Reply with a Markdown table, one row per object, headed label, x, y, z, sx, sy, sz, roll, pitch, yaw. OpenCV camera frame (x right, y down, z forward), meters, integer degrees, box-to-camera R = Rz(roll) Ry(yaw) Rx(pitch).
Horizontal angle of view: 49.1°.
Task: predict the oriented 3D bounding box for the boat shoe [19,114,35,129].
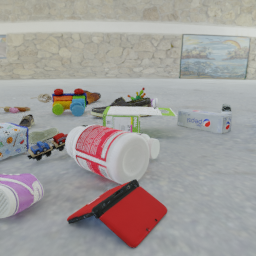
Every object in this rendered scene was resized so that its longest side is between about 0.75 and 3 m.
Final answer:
| label | x | y | z | sx | sy | sz | roll | pitch | yaw |
| --- | --- | --- | --- | --- | --- | --- | --- | --- | --- |
| boat shoe | -4.059 | -0.268 | 11.099 | 0.486 | 0.478 | 1.303 | -1 | 13 | -7 |

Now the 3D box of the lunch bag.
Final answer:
| label | x | y | z | sx | sy | sz | roll | pitch | yaw |
| --- | --- | --- | --- | --- | --- | --- | --- | --- | --- |
| lunch bag | -3.632 | 0.329 | 7.620 | 1.431 | 0.886 | 1.217 | 16 | 19 | 27 |

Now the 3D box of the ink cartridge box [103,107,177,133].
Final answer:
| label | x | y | z | sx | sy | sz | roll | pitch | yaw |
| --- | --- | --- | --- | --- | --- | --- | --- | --- | --- |
| ink cartridge box | 0.381 | -0.193 | 9.833 | 2.410 | 0.913 | 1.781 | 1 | 12 | 1 |

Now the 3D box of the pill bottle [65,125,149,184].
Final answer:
| label | x | y | z | sx | sy | sz | roll | pitch | yaw |
| --- | --- | --- | --- | --- | --- | --- | --- | --- | --- |
| pill bottle | -0.545 | 0.509 | 6.314 | 1.076 | 1.076 | 1.917 | -12 | 18 | -44 |

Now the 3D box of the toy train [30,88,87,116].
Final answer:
| label | x | y | z | sx | sy | sz | roll | pitch | yaw |
| --- | --- | --- | --- | --- | --- | --- | --- | --- | --- |
| toy train | -3.488 | -1.144 | 13.826 | 2.866 | 1.213 | 1.658 | -2 | 26 | -7 |

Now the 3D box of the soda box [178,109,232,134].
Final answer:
| label | x | y | z | sx | sy | sz | roll | pitch | yaw |
| --- | --- | --- | --- | --- | --- | --- | --- | --- | --- |
| soda box | 2.922 | -0.291 | 10.835 | 0.689 | 0.640 | 2.018 | -12 | 17 | -42 |

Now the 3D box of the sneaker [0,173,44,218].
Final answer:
| label | x | y | z | sx | sy | sz | roll | pitch | yaw |
| --- | --- | --- | --- | --- | --- | --- | --- | --- | --- |
| sneaker | -2.378 | 1.073 | 5.086 | 1.849 | 0.670 | 1.054 | 14 | 11 | 24 |

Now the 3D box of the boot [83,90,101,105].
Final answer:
| label | x | y | z | sx | sy | sz | roll | pitch | yaw |
| --- | --- | --- | --- | --- | --- | --- | --- | --- | --- |
| boot | -3.018 | -1.870 | 18.357 | 1.963 | 0.714 | 2.085 | 12 | 23 | 16 |

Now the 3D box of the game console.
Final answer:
| label | x | y | z | sx | sy | sz | roll | pitch | yaw |
| --- | --- | --- | --- | --- | --- | --- | --- | --- | --- |
| game console | -0.150 | 1.408 | 4.555 | 1.066 | 0.734 | 1.237 | -29 | -5 | 33 |

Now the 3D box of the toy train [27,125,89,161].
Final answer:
| label | x | y | z | sx | sy | sz | roll | pitch | yaw |
| --- | --- | --- | --- | --- | --- | --- | --- | --- | --- |
| toy train | -1.749 | 0.344 | 7.366 | 1.880 | 0.430 | 0.321 | -25 | 43 | -34 |

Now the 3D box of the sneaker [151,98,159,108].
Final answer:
| label | x | y | z | sx | sy | sz | roll | pitch | yaw |
| --- | --- | --- | --- | --- | --- | --- | --- | --- | --- |
| sneaker | 1.068 | -1.259 | 15.330 | 1.018 | 0.647 | 1.785 | -6 | 4 | -8 |

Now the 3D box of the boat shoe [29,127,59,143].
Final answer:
| label | x | y | z | sx | sy | sz | roll | pitch | yaw |
| --- | --- | --- | --- | --- | --- | --- | --- | --- | --- |
| boat shoe | -2.705 | 0.252 | 8.941 | 1.082 | 0.404 | 0.337 | -16 | -13 | 2 |

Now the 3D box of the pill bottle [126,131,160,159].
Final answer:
| label | x | y | z | sx | sy | sz | roll | pitch | yaw |
| --- | --- | --- | --- | --- | --- | --- | --- | --- | --- |
| pill bottle | 0.185 | 0.464 | 7.405 | 1.227 | 0.689 | 0.689 | 8 | 15 | 31 |

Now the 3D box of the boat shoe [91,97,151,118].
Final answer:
| label | x | y | z | sx | sy | sz | roll | pitch | yaw |
| --- | --- | --- | --- | --- | --- | --- | --- | --- | --- |
| boat shoe | -0.300 | -1.018 | 13.305 | 2.951 | 0.956 | 1.080 | -4 | 13 | -17 |

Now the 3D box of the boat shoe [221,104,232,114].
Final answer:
| label | x | y | z | sx | sy | sz | roll | pitch | yaw |
| --- | --- | --- | --- | --- | --- | --- | --- | --- | --- |
| boat shoe | 5.034 | -0.995 | 14.309 | 0.510 | 0.472 | 1.381 | 4 | 13 | 16 |

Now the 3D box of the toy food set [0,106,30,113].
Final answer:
| label | x | y | z | sx | sy | sz | roll | pitch | yaw |
| --- | --- | --- | --- | --- | --- | --- | --- | --- | --- |
| toy food set | -5.864 | -0.953 | 14.727 | 1.065 | 0.264 | 1.675 | 11 | 9 | 40 |

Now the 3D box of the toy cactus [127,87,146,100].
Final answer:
| label | x | y | z | sx | sy | sz | roll | pitch | yaw |
| --- | --- | --- | --- | --- | --- | --- | --- | --- | --- |
| toy cactus | 0.366 | -1.468 | 15.263 | 1.522 | 0.778 | 1.256 | -38 | 23 | 43 |
